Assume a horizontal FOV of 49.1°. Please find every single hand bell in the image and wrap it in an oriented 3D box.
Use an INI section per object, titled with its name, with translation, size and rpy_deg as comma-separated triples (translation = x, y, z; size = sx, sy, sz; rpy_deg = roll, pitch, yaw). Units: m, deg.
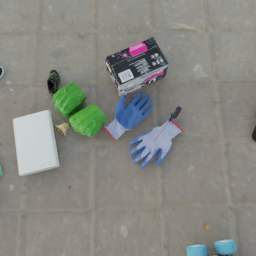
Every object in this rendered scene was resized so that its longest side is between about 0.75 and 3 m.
[hand bell]
translation = -2.224, -0.209, 10.651
size = 0.523, 0.523, 1.004
rpy_deg = 39, 66, 10

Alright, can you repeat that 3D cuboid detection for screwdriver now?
[screwdriver]
translation = 1.412, -0.155, 10.331
size = 0.248, 0.238, 1.705
rpy_deg = 37, 76, 31

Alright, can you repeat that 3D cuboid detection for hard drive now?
[hard drive]
translation = -3.406, 0.528, 10.308
size = 1.431, 0.285, 2.170
rpy_deg = -15, 72, 2

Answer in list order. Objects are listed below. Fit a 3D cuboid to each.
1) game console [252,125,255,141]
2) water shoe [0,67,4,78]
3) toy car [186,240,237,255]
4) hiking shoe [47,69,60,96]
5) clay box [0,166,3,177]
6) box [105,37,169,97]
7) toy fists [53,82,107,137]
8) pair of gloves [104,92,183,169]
[game console]
translation = 6.121, -0.298, 10.730
size = 2.427, 1.412, 2.134
rpy_deg = 17, 104, 6
[water shoe]
translation = -5.565, -2.064, 11.102
size = 1.305, 0.515, 0.467
rpy_deg = -33, 76, -9
[toy car]
translation = 2.871, 4.547, 8.281
size = 1.914, 2.164, 1.995
rpy_deg = -8, 73, -2
[hiking shoe]
translation = -2.943, -1.851, 11.016
size = 0.420, 0.558, 1.109
rpy_deg = -3, 74, -1
[clay box]
translation = -5.842, 1.574, 9.994
size = 2.358, 0.561, 1.355
rpy_deg = -23, 75, -6
[box]
translation = 0.332, -2.307, 10.838
size = 2.040, 1.170, 1.348
rpy_deg = -25, 77, -6
[toy fists]
translation = -1.893, -0.641, 10.563
size = 1.170, 0.789, 2.295
rpy_deg = -39, 76, -17
[pair of gloves]
translation = 0.510, 0.006, 10.545
size = 2.286, 0.324, 2.844
rpy_deg = -43, 79, -13
